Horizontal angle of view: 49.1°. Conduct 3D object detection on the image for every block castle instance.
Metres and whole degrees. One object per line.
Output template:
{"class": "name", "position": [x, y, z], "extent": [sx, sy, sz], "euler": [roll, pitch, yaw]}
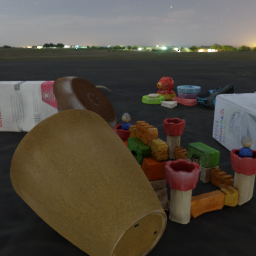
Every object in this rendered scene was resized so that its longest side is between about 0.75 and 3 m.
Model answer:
{"class": "block castle", "position": [0.847, 0.429, 4.987], "extent": [1.669, 1.172, 2.498], "euler": [-7, 18, -22]}

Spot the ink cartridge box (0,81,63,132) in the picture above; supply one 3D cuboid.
{"class": "ink cartridge box", "position": [-2.889, -0.657, 8.183], "extent": [1.914, 1.402, 0.792], "euler": [1, 17, 2]}

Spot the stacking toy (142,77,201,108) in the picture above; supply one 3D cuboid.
{"class": "stacking toy", "position": [1.825, -1.612, 12.121], "extent": [2.107, 0.983, 2.327], "euler": [-14, 22, -41]}

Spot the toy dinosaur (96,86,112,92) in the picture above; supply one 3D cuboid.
{"class": "toy dinosaur", "position": [-2.092, -2.028, 14.334], "extent": [2.475, 0.587, 1.091], "euler": [3, 10, 0]}

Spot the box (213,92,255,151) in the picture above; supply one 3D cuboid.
{"class": "box", "position": [3.621, -0.046, 6.417], "extent": [2.571, 1.243, 2.269], "euler": [-2, 17, -8]}

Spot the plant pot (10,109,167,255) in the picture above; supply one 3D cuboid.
{"class": "plant pot", "position": [-0.393, 0.819, 3.493], "extent": [1.579, 1.579, 1.695], "euler": [-13, 35, -36]}

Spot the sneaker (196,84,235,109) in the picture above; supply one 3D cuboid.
{"class": "sneaker", "position": [3.707, -1.384, 11.631], "extent": [0.926, 0.827, 2.260], "euler": [15, 22, 40]}

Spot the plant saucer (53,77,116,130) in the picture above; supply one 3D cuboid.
{"class": "plant saucer", "position": [-1.014, -0.657, 7.530], "extent": [0.392, 2.145, 2.145], "euler": [-40, 2, 23]}
